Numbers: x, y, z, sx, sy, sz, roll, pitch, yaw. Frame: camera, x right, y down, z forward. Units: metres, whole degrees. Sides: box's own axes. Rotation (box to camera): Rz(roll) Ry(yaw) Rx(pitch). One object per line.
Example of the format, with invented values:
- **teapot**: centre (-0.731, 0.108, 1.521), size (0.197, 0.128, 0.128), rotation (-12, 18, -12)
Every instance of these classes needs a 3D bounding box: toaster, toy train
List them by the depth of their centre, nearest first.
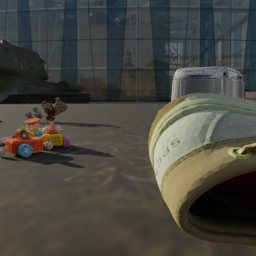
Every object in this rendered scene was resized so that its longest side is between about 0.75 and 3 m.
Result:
- **toy train**: centre (-2.069, 0.125, 5.748), size (1.488, 0.551, 1.981), rotation (-4, 8, -38)
- **toaster**: centre (1.704, -0.430, 6.013), size (1.398, 1.589, 2.461), rotation (3, 7, 32)

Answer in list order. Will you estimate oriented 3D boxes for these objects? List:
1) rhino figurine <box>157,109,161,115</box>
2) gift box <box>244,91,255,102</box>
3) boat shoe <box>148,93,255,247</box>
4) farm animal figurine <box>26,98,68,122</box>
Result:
- **rhino figurine**: centre (1.778, -0.551, 11.658), size (0.937, 0.641, 2.143), rotation (2, 5, 15)
- **gift box**: centre (3.837, -0.800, 10.202), size (1.528, 1.427, 1.410), rotation (-2, 7, -12)
- **boat shoe**: centre (1.466, 0.437, 1.699), size (2.698, 0.998, 0.896), rotation (5, 29, 1)
- **farm animal figurine**: centre (-3.354, -0.623, 11.717), size (1.508, 0.758, 1.218), rotation (-9, 30, 29)
